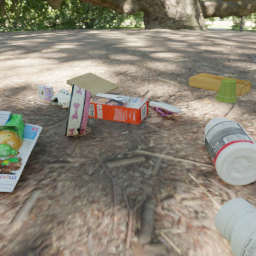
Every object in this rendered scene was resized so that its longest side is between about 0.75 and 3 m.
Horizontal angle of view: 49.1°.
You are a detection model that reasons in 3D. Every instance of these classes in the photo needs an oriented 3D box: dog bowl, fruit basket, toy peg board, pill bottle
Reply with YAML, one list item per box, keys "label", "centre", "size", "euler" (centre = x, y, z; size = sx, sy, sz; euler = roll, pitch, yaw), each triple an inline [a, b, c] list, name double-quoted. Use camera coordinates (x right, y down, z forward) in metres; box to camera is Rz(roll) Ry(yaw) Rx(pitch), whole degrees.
- label: "dog bowl"
  centre: [-1.738, -0.568, 9.728]
  size: [0.665, 1.805, 1.805]
  euler: [9, 23, -11]
- label: "fruit basket"
  centre: [-4.059, 0.578, 7.870]
  size: [2.576, 1.304, 2.781]
  euler: [5, 31, -1]
- label: "toy peg board"
  centre: [-1.783, -1.828, 13.912]
  size: [1.880, 0.923, 1.888]
  euler: [28, 35, 19]
- label: "pill bottle"
  centre: [2.903, 0.517, 8.045]
  size: [1.242, 1.242, 2.244]
  euler: [1, 25, 2]
- label: "pill bottle"
  centre: [2.422, 2.087, 4.864]
  size: [1.048, 1.048, 1.833]
  euler: [-11, 27, -22]

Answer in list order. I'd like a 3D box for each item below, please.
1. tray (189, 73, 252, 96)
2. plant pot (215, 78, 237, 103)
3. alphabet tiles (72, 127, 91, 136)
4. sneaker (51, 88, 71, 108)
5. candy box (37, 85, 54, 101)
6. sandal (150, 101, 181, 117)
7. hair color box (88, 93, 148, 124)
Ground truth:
- label: "tray"
  centre: [5.025, -2.452, 15.418]
  size: [2.946, 0.545, 1.453]
  euler: [21, 32, 37]
- label: "plant pot"
  centre: [4.811, -1.852, 13.558]
  size: [1.036, 0.984, 1.036]
  euler: [-1, 24, 0]
- label: "alphabet tiles"
  centre: [-1.813, 0.107, 10.418]
  size: [0.698, 0.027, 0.839]
  euler: [15, 29, 29]
- label: "sneaker"
  centre: [-2.550, -1.170, 12.475]
  size: [2.165, 0.814, 0.878]
  euler: [13, 38, 36]
- label: "candy box"
  centre: [-4.008, -1.720, 13.662]
  size: [0.773, 0.648, 0.276]
  euler: [12, 27, 24]
- label: "sandal"
  centre: [1.544, -0.721, 11.709]
  size: [0.907, 0.548, 2.230]
  euler: [9, 9, -16]
- label: "hair color box"
  centre: [-0.422, -0.843, 11.658]
  size: [2.297, 0.734, 1.274]
  euler: [7, 26, 19]
